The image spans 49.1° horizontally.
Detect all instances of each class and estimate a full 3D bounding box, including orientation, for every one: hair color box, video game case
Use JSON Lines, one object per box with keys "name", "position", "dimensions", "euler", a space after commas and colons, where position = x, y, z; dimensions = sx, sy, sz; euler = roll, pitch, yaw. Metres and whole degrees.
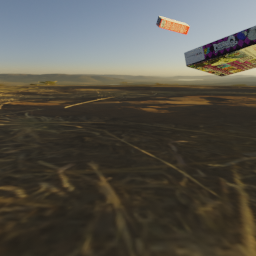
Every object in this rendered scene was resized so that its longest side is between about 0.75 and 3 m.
{"name": "hair color box", "position": [1.365, -3.138, 8.564], "dimensions": [0.913, 0.292, 0.507], "euler": [11, 29, -13]}
{"name": "video game case", "position": [2.812, -1.806, 6.787], "dimensions": [2.066, 0.408, 2.280], "euler": [-13, -6, 39]}
